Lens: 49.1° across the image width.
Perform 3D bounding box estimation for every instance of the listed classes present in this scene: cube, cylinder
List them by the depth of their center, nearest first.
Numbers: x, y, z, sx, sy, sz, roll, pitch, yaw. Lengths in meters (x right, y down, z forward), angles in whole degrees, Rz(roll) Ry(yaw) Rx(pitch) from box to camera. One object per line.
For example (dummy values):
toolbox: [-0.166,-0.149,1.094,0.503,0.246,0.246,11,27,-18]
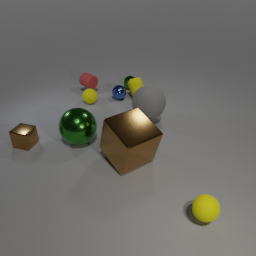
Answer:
cube: [0.060,0.420,9.236,1.400,1.400,1.400,-21,54,-30]
cube: [-3.845,0.319,10.385,0.700,0.700,0.700,10,33,16]
cylinder: [0.421,-2.028,13.886,0.700,0.700,0.700,-15,75,-23]
cylinder: [-2.003,-2.412,14.302,0.700,0.700,0.700,28,41,33]

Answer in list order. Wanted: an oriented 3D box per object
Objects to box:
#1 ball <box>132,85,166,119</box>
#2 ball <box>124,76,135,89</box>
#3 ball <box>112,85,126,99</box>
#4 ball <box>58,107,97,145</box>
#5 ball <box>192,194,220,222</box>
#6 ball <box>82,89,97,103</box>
ball: [0.859,-1.058,11.526,1.400,1.400,1.400,0,32,0]
ball: [0.118,-2.410,14.813,0.700,0.700,0.700,0,32,0]
ball: [-0.433,-1.751,13.708,0.700,0.700,0.700,0,32,0]
ball: [-1.848,-0.058,10.345,1.400,1.400,1.400,0,32,0]
ball: [2.006,2.066,7.215,0.700,0.700,0.700,0,32,0]
ball: [-1.811,-1.516,13.318,0.700,0.700,0.700,0,32,0]
